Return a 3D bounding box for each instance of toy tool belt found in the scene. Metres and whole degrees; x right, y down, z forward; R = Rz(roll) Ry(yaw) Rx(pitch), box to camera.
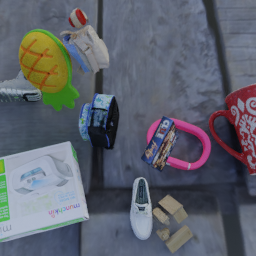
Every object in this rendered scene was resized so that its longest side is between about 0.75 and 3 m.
[{"bbox_3d":[-1.470,-2.464,8.479,1.197,1.947,1.216,-21,46,16],"label":"toy tool belt"}]

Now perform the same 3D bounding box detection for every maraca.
[{"bbox_3d":[-2.554,-1.821,9.126,1.851,2.700,1.444,-6,24,32],"label":"maraca"}]

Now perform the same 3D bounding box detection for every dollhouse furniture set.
[{"bbox_3d":[1.289,2.908,8.576,1.034,0.886,1.088,-36,109,-12],"label":"dollhouse furniture set"}]

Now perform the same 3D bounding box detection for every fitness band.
[{"bbox_3d":[1.670,0.511,9.336,2.156,0.403,1.548,20,71,6],"label":"fitness band"}]

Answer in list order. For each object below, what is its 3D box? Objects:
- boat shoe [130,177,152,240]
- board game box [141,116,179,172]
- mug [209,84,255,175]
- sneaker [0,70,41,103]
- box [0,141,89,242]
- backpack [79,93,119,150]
[{"bbox_3d":[0.372,2.416,8.525,0.678,0.615,1.843,-6,70,-2],"label":"boat shoe"},{"bbox_3d":[0.886,0.482,7.279,0.298,1.724,1.168,25,83,19],"label":"board game box"},{"bbox_3d":[4.104,0.163,9.062,1.738,2.313,2.605,3,70,-38],"label":"mug"},{"bbox_3d":[-4.098,-1.560,9.970,2.040,0.766,1.178,2,65,-10],"label":"sneaker"},{"bbox_3d":[-2.698,1.915,8.390,2.594,1.254,2.289,-13,69,-6],"label":"box"},{"bbox_3d":[-0.921,-0.292,9.070,1.162,1.447,1.581,8,63,8],"label":"backpack"}]
